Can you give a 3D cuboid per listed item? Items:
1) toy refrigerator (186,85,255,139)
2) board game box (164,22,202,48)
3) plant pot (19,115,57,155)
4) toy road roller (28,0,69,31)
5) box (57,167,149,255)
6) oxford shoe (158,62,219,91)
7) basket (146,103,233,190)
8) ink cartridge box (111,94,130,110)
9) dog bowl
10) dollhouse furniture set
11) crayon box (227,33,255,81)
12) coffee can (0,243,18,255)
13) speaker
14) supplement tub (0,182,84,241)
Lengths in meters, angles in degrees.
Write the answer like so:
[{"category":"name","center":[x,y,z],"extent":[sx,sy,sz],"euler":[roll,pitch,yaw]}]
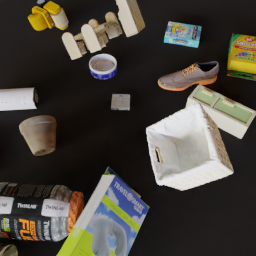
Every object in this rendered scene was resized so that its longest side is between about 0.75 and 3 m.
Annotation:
[{"category":"toy refrigerator","center":[3.577,-0.694,10.925],"extent":[2.440,0.854,0.926],"euler":[31,60,21]},{"category":"board game box","center":[2.769,-4.727,14.109],"extent":[1.688,0.396,1.274],"euler":[11,55,8]},{"category":"plant pot","center":[-3.126,0.333,10.076],"extent":[1.305,1.305,1.132],"euler":[-16,73,-11]},{"category":"toy road roller","center":[-4.148,-5.589,14.304],"extent":[1.916,1.177,1.399],"euler":[32,72,27]},{"category":"box","center":[-0.516,2.739,7.966],"extent":[0.689,1.763,2.892],"euler":[-12,39,47]},{"category":"oxford shoe","center":[2.586,-2.341,12.029],"extent":[2.684,0.978,0.957],"euler":[-14,55,-10]},{"category":"basket","center":[1.382,0.484,6.284],"extent":[1.454,1.169,1.441],"euler":[-28,55,28]},{"category":"ink cartridge box","center":[-0.297,-1.077,11.630],"extent":[0.751,0.166,0.765],"euler":[2,52,1]},{"category":"dog bowl","center":[-1.115,-2.773,12.651],"extent":[1.216,0.479,1.216],"euler":[0,55,0]},{"category":"dollhouse furniture set","center":[-0.939,-3.971,10.231],"extent":[2.572,1.674,2.363],"euler":[-11,26,26]},{"category":"crayon box","center":[5.502,-3.309,12.951],"extent":[1.567,0.627,2.469],"euler":[11,56,8]},{"category":"coffee can","center":[-4.146,3.701,7.447],"extent":[1.877,1.374,1.374],"euler":[7,55,4]},{"category":"speaker","center":[-4.738,-1.141,11.242],"extent":[2.124,0.862,0.862],"euler":[-4,54,-2]},{"category":"supplement tub","center":[-2.685,2.445,8.223],"extent":[2.585,1.584,1.584],"euler":[2,54,2]}]
